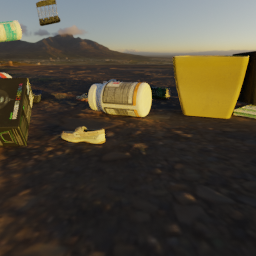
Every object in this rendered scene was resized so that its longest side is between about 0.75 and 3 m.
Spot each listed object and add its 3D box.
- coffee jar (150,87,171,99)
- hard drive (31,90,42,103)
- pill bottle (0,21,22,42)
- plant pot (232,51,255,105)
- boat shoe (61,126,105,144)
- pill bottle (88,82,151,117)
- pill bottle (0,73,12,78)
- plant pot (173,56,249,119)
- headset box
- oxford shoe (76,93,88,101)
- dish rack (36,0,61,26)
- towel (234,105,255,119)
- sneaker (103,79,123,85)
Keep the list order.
[{"bbox_3d":[1.373,-1.690,13.422,1.232,0.525,0.642,8,17,27],"label":"coffee jar"},{"bbox_3d":[-4.584,-1.453,12.806,1.256,0.394,1.862,-4,16,-14],"label":"hard drive"},{"bbox_3d":[-4.176,-3.196,9.302,1.123,0.622,0.622,-19,23,-29],"label":"pill bottle"},{"bbox_3d":[5.350,-1.830,10.909,2.163,1.923,2.168,6,10,-5],"label":"plant pot"},{"bbox_3d":[-1.139,0.135,7.047,1.192,0.387,0.430,5,16,19],"label":"boat shoe"},{"bbox_3d":[-0.289,-1.041,9.845,2.030,1.181,1.181,7,17,23],"label":"pill bottle"},{"bbox_3d":[-4.643,-0.739,8.039,1.547,1.547,2.752,12,20,36],"label":"pill bottle"},{"bbox_3d":[2.940,-1.523,9.969,2.311,2.038,2.311,6,17,22],"label":"plant pot"},{"bbox_3d":[-3.331,-0.396,6.716,1.788,0.830,1.557,-1,55,-6],"label":"headset box"},{"bbox_3d":[-2.006,-1.435,12.860,0.898,0.332,0.318,8,17,26],"label":"oxford shoe"},{"bbox_3d":[-2.458,-3.560,8.599,0.678,0.241,0.883,-19,-15,-15],"label":"dish rack"},{"bbox_3d":[4.682,-0.560,9.963,1.362,0.209,1.785,14,19,37],"label":"towel"},{"bbox_3d":[-0.430,-2.084,14.357,2.079,0.825,0.815,-13,18,-42],"label":"sneaker"}]
